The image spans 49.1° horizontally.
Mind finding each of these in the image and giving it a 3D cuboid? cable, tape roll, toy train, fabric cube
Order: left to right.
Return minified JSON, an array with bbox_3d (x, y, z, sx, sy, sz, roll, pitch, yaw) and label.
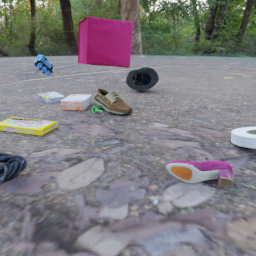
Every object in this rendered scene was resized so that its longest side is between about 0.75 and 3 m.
[{"bbox_3d":[-3.643,1.125,7.031,2.597,0.660,2.119,4,10,39],"label":"cable"},{"bbox_3d":[-2.796,-2.092,9.378,0.331,0.436,0.763,24,-13,35],"label":"toy train"},{"bbox_3d":[-1.158,-4.003,13.346,2.105,2.071,2.111,-2,15,-20],"label":"fabric cube"},{"bbox_3d":[4.535,0.305,9.372,2.054,0.375,2.054,-2,10,0],"label":"tape roll"}]

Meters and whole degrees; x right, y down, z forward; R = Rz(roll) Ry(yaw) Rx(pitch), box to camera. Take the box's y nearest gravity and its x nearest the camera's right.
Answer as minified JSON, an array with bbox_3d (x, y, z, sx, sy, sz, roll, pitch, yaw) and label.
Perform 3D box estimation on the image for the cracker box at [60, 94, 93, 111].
[{"bbox_3d":[-2.624,-1.349,14.523,1.170,0.504,1.747,3,18,9],"label":"cracker box"}]

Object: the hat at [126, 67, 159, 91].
[{"bbox_3d":[0.966,-3.019,18.575,2.166,0.874,2.166,-3,56,5],"label":"hat"}]

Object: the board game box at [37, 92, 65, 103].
[{"bbox_3d":[-4.432,-1.777,16.142,1.059,0.270,1.575,-13,23,-34],"label":"board game box"}]

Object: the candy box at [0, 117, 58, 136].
[{"bbox_3d":[-4.024,-0.090,11.156,2.184,0.288,1.116,6,22,17],"label":"candy box"}]

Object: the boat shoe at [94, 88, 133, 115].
[{"bbox_3d":[-0.806,-1.316,13.577,2.458,0.908,0.930,24,27,37],"label":"boat shoe"}]

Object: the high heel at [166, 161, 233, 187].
[{"bbox_3d":[1.864,1.009,7.313,1.736,0.585,0.833,8,30,7],"label":"high heel"}]

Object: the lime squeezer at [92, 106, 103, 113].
[{"bbox_3d":[-1.434,-0.842,13.315,0.617,0.330,1.747,17,8,-3],"label":"lime squeezer"}]
